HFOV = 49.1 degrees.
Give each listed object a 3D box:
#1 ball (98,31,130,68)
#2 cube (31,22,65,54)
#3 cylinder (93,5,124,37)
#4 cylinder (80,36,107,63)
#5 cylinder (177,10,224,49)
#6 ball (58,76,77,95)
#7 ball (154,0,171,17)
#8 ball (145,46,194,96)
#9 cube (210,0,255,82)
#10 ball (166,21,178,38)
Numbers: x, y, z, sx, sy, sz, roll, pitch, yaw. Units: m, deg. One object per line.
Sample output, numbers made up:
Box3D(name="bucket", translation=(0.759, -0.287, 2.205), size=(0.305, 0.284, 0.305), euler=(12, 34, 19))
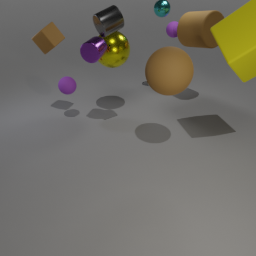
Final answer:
Box3D(name="ball", translation=(-0.613, -3.013, 10.726), size=(1.400, 1.400, 1.400), euler=(0, 30, 0))
Box3D(name="cube", translation=(-2.828, -3.191, 9.959), size=(0.700, 0.700, 0.700), euler=(-17, 32, 42))
Box3D(name="cylinder", translation=(-0.582, -3.182, 8.353), size=(0.700, 0.700, 0.700), euler=(-33, 39, -14))
Box3D(name="cylinder", translation=(-1.135, -2.612, 9.335), size=(0.700, 0.700, 0.700), euler=(10, 35, 16))
Box3D(name="cylinder", translation=(2.960, -3.989, 11.365), size=(1.400, 1.400, 1.400), euler=(-19, 26, -29))
Box3D(name="ball", translation=(-2.356, -1.650, 10.883), size=(0.700, 0.700, 0.700), euler=(0, 30, 0))
Box3D(name="ball", translation=(1.427, -5.006, 11.722), size=(0.700, 0.700, 0.700), euler=(0, 30, 0))
Box3D(name="ball", translation=(1.194, -1.647, 8.147), size=(1.400, 1.400, 1.400), euler=(0, 30, 0))
Box3D(name="cube", translation=(3.436, -2.417, 7.908), size=(1.400, 1.400, 1.400), euler=(22, 45, -48))
Box3D(name="ball", translation=(2.081, -4.465, 12.709), size=(0.700, 0.700, 0.700), euler=(0, 30, 0))
